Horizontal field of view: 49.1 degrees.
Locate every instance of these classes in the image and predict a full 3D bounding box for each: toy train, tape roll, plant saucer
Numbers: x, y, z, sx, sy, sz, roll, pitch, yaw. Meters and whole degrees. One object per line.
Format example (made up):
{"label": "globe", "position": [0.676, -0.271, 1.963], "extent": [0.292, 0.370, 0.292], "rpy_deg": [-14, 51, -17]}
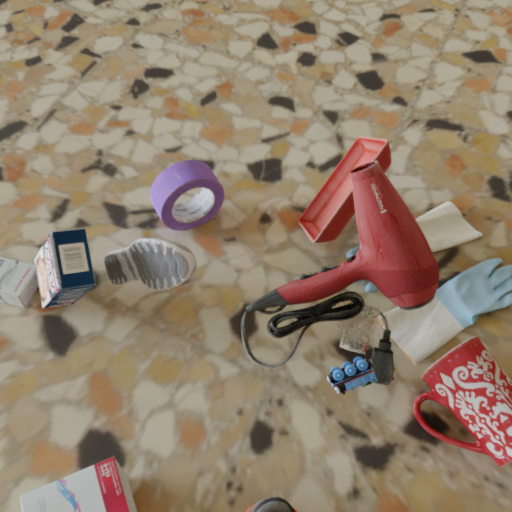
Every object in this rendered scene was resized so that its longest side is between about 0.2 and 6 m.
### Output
{"label": "toy train", "position": [1.264, 1.589, 7.389], "extent": [0.636, 0.276, 0.364], "rpy_deg": [-22, 92, -3]}
{"label": "tape roll", "position": [-1.200, -1.045, 9.801], "extent": [1.219, 1.219, 0.518], "rpy_deg": [-24, 58, -17]}
{"label": "plant saucer", "position": [1.455, -1.065, 9.150], "extent": [0.341, 1.861, 1.857], "rpy_deg": [34, 99, -10]}

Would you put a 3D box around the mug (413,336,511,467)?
{"label": "mug", "position": [3.088, 2.123, 7.810], "extent": [1.013, 1.348, 1.519], "rpy_deg": [-2, 48, -49]}

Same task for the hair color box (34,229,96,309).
{"label": "hair color box", "position": [-2.909, 0.232, 8.416], "extent": [0.513, 1.694, 0.847], "rpy_deg": [-8, 80, -30]}

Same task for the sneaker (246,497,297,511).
{"label": "sneaker", "position": [0.411, 4.126, 5.943], "extent": [1.204, 1.280, 3.126], "rpy_deg": [-15, 55, -11]}

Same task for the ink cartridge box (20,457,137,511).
{"label": "ink cartridge box", "position": [-2.125, 3.209, 6.877], "extent": [1.190, 0.865, 0.861], "rpy_deg": [-20, 56, -14]}

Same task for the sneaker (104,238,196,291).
{"label": "sneaker", "position": [-1.492, 0.014, 8.412], "extent": [0.839, 0.764, 2.045], "rpy_deg": [-24, 17, -40]}

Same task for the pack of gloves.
{"label": "pack of gloves", "position": [2.994, 0.199, 9.324], "extent": [2.692, 0.531, 2.262], "rpy_deg": [-26, 57, -17]}

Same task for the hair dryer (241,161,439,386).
{"label": "hair dryer", "position": [1.266, 0.303, 7.556], "extent": [2.416, 3.172, 0.862], "rpy_deg": [13, 12, -11]}

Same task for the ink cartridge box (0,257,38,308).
{"label": "ink cartridge box", "position": [-4.101, 0.414, 9.249], "extent": [0.902, 0.375, 0.661], "rpy_deg": [13, 55, 9]}
